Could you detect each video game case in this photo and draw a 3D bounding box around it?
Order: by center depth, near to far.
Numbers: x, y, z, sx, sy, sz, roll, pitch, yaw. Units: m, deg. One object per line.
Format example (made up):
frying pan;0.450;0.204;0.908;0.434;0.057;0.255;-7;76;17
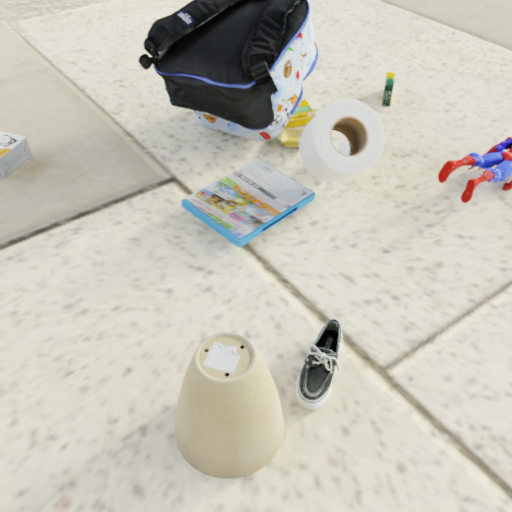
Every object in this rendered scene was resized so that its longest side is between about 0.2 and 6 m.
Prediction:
video game case;-0.123;-1.111;11.068;1.594;0.198;2.228;36;50;26

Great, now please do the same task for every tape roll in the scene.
tape roll;1.665;-2.235;11.033;1.454;0.998;1.454;0;88;-10

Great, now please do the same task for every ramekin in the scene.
ramekin;1.862;-2.197;12.330;0.677;0.330;0.677;-2;43;2

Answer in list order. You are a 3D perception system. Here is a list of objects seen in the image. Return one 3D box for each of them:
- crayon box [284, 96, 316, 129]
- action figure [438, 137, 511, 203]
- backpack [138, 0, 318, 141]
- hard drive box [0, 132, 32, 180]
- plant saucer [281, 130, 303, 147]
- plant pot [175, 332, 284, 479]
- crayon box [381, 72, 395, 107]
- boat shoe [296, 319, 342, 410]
crayon box;0.880;-3.532;13.720;0.848;0.348;1.349;-13;44;-9
action figure;5.131;-1.917;11.749;3.150;0.814;1.030;-22;53;-28
backpack;-0.181;-4.474;12.764;3.519;2.711;3.352;24;70;24
hard drive box;-5.820;-2.262;12.282;1.315;0.505;1.025;13;44;13
plant saucer;0.964;-2.685;12.856;0.759;0.184;0.759;2;33;4
plant pot;-0.372;1.781;7.200;1.510;1.613;1.510;0;44;0
crayon box;3.408;-4.322;14.410;0.237;0.579;0.920;9;44;9
boat shoe;0.978;1.549;8.249;0.540;0.500;1.464;19;46;19
